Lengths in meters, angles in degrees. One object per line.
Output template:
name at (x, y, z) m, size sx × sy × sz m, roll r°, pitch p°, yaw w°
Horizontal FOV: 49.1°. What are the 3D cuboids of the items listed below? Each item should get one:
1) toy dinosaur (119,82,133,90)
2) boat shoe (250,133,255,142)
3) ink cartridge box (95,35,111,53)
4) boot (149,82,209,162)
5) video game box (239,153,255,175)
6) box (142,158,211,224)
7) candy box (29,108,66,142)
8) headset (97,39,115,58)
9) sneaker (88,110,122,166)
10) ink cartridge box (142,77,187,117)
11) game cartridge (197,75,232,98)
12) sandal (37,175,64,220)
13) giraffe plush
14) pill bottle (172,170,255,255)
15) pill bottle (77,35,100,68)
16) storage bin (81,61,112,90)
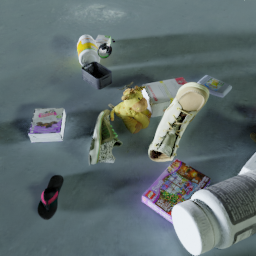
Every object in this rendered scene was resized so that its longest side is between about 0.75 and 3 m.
toy dinosaur at (-0.052, -1.980, 13.614) m, size 0.943 × 0.224 × 0.415 m, roll -26°, pitch 37°, yaw -23°
boat shoe at (5.352, 0.450, 11.180) m, size 0.919 × 0.328 × 0.302 m, roll 32°, pitch 44°, yaw 26°
ink cartridge box at (-1.512, -4.888, 16.290) m, size 0.769 × 0.442 × 1.312 m, roll 8°, pitch 46°, yaw 8°
boot at (1.676, -0.084, 9.717) m, size 1.047 × 2.905 × 2.246 m, roll 29°, pitch 63°, yaw -2°
video game box at (5.827, 1.438, 9.633) m, size 2.975 × 0.696 × 2.710 m, roll -37°, pitch 60°, yaw -26°
box at (1.649, 2.093, 9.463) m, size 1.421 × 0.406 × 2.076 m, roll 30°, pitch 52°, yaw 27°
candy box at (-3.295, -0.141, 11.575) m, size 1.257 × 0.536 × 1.499 m, roll -3°, pitch 46°, yaw -3°
headset at (-0.865, -3.273, 11.561) m, size 0.571 × 0.925 × 0.435 m, roll 23°, pitch 25°, yaw -39°
sneaker at (-0.789, 0.407, 10.922) m, size 1.173 × 1.018 × 2.648 m, roll 14°, pitch 50°, yaw -6°
ink cartridge box at (1.783, -1.403, 12.591) m, size 2.026 × 0.845 × 1.471 m, roll -11°, pitch 47°, yaw -11°
game cartridge at (4.166, -2.033, 13.632) m, size 1.474 × 0.298 × 0.983 m, roll 32°, pitch 57°, yaw 27°
sandal at (-2.602, 2.227, 9.365) m, size 0.644 × 0.386 × 1.714 m, roll 3°, pitch 46°, yaw 3°
giraffe plush at (0.235, -0.914, 11.046) m, size 1.839 × 1.491 × 1.587 m, roll 25°, pitch 49°, yaw -5°
pill bottle at (2.913, 2.428, 8.180) m, size 2.968 × 1.678 × 1.678 m, roll -15°, pitch 47°, yaw -20°
pill bottle at (-2.172, -4.220, 15.172) m, size 1.099 × 1.099 × 1.979 m, roll -8°, pitch 46°, yaw -8°
storage bin at (-1.549, -2.620, 13.929) m, size 0.954 × 0.661 × 1.411 m, roll -34°, pitch 56°, yaw -29°
